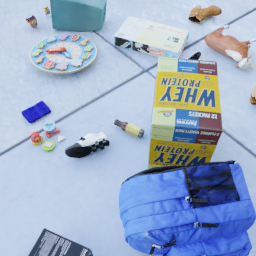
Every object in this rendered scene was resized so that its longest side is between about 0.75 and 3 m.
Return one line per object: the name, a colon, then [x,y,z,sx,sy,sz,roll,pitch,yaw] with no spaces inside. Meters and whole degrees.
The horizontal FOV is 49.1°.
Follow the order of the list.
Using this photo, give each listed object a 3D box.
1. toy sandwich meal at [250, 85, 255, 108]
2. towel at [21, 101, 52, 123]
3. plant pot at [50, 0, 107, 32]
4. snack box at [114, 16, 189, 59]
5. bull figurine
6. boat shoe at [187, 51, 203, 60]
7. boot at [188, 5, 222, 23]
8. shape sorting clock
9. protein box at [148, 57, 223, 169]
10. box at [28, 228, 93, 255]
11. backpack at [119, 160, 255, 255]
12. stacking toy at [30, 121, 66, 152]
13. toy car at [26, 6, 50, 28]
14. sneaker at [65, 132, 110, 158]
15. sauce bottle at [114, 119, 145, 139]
toy sandwich meal: [5.103,-1.012,10.077,1.432,0.491,1.432,2,55,-2]
towel: [-3.243,-0.590,9.882,0.890,0.220,0.657,-37,60,-24]
plant pot: [-2.166,-5.388,12.758,2.247,1.588,1.588,12,53,-1]
snack box: [1.027,-3.914,12.191,2.897,0.537,1.683,19,55,14]
bull figurine: [4.413,-3.382,11.641,1.510,0.810,2.488,-35,62,-26]
boat shoe: [2.311,-2.341,10.915,1.987,0.681,0.715,-37,61,-25]
boot: [3.638,-5.387,13.301,1.428,0.548,1.109,21,55,16]
shape sorting clock: [-2.667,-3.161,11.628,2.752,0.540,2.752,0,53,0]
protein box: [1.544,-0.254,8.193,1.691,2.488,2.506,5,53,5]
box: [-1.806,3.517,6.450,1.322,0.739,1.873,18,55,15]
backpack: [1.216,2.078,6.577,2.829,2.298,2.374,-3,55,-3]
stacking toy: [-2.624,0.241,9.133,0.890,0.415,0.983,34,60,23]
toy car: [-4.099,-5.184,13.171,0.743,0.504,1.515,22,56,42]
sneaker: [-1.341,0.511,8.926,1.417,0.525,0.627,-15,43,-16]
sauce bottle: [0.028,-0.004,9.361,1.066,0.345,0.345,26,57,16]
